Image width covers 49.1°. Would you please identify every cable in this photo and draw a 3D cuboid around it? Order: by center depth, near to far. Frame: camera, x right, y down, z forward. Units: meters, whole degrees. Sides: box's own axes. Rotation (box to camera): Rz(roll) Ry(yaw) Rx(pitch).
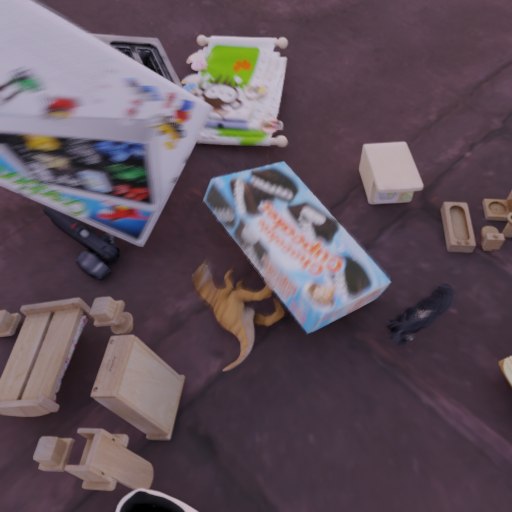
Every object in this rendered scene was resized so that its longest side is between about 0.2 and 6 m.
[{"bbox_3d":[2.538,0.835,8.655,0.367,1.446,1.180,46,105,9],"label":"cable"}]

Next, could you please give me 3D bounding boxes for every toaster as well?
[{"bbox_3d":[-2.899,-3.031,10.813,2.477,1.625,2.739,-8,55,-28],"label":"toaster"}]

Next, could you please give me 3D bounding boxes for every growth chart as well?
[{"bbox_3d":[-0.491,-3.654,12.228,2.482,0.304,3.430,0,60,9],"label":"growth chart"}]

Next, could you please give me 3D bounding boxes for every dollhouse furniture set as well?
[{"bbox_3d":[-2.815,2.126,8.292,3.044,1.487,2.596,-8,50,24],"label":"dollhouse furniture set"},{"bbox_3d":[4.157,-0.859,10.000,1.332,1.086,1.267,3,55,2],"label":"dollhouse furniture set"}]

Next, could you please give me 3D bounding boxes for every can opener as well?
[{"bbox_3d":[-3.137,-0.377,9.951,1.953,0.619,0.768,38,64,23],"label":"can opener"}]

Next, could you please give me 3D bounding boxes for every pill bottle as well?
[{"bbox_3d":[-1.056,-4.781,13.227,0.594,0.331,0.331,-17,57,-10],"label":"pill bottle"}]

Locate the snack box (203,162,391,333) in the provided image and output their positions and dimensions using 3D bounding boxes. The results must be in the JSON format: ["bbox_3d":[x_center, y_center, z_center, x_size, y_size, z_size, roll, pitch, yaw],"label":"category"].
[{"bbox_3d":[0.653,-0.270,9.388,1.739,0.555,2.993,-20,62,-38],"label":"snack box"}]

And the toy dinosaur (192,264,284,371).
[{"bbox_3d":[-0.242,0.976,8.878,1.391,0.791,2.620,-22,34,-13],"label":"toy dinosaur"}]

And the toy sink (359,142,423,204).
[{"bbox_3d":[2.534,-1.458,10.648,0.853,0.733,1.309,-5,50,-3],"label":"toy sink"}]

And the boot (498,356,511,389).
[{"bbox_3d":[4.760,2.019,7.667,1.811,0.844,2.342,-36,52,16],"label":"boot"}]

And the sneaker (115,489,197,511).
[{"bbox_3d":[-0.546,3.829,6.661,2.985,1.194,1.100,25,57,15],"label":"sneaker"}]

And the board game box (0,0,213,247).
[{"bbox_3d":[-3.194,-2.232,8.932,4.293,0.743,2.710,26,96,-24],"label":"board game box"}]
